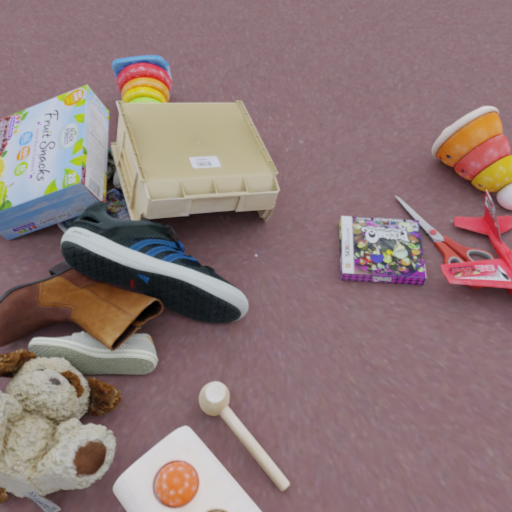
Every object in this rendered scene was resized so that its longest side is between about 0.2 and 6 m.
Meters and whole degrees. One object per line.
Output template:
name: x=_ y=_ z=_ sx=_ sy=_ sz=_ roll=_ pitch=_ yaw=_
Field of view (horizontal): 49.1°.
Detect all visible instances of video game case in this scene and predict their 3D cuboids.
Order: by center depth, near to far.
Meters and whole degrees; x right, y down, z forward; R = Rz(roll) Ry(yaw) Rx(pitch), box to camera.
video game case: x=2.369 y=-0.124 z=10.636 sx=1.550 sy=0.277 sz=1.405 roll=4 pitch=54 yaw=3
video game case: x=-3.005 y=-0.626 z=11.088 sx=1.382 sy=0.159 sz=1.259 roll=-37 pitch=62 yaw=-23

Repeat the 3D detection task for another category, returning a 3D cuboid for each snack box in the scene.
snack box: x=-4.101 y=-1.872 z=11.066 sx=2.244 sy=0.901 sz=2.661 roll=-16 pitch=57 yaw=13

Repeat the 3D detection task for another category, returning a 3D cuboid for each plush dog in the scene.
plush dog: x=-3.165 y=2.376 z=8.211 sx=2.310 sy=1.853 sz=1.984 roll=26 pitch=38 yaw=-10

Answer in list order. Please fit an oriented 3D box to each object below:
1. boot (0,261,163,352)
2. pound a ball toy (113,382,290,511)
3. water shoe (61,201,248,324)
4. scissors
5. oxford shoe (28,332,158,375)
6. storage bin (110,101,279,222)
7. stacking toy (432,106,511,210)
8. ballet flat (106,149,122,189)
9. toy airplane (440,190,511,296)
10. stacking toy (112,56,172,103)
boot: x=-3.019 y=1.103 z=9.169 sx=2.307 sy=0.790 sz=2.172 roll=22 pitch=40 yaw=32
pound a ball toy: x=-0.347 y=3.296 z=7.405 sx=2.134 sy=1.390 sz=3.272 roll=-36 pitch=61 yaw=-23
water shoe: x=-1.587 y=0.017 z=9.628 sx=3.359 sy=1.201 sz=1.326 roll=23 pitch=54 yaw=-4
scissors: x=3.468 y=-0.306 z=10.829 sx=0.919 sy=0.175 sz=2.513 roll=-40 pitch=64 yaw=-23
oxford shoe: x=-2.620 y=1.524 z=9.143 sx=2.071 sy=0.778 sz=0.598 roll=3 pitch=47 yaw=-1
storage bin: x=-1.213 y=-1.753 z=10.874 sx=2.648 sy=1.241 sz=2.629 roll=-6 pitch=54 yaw=-24
stacking toy: x=4.747 y=-1.834 z=11.418 sx=1.527 sy=1.527 sz=2.090 roll=-24 pitch=72 yaw=-17
ballet flat: x=-2.982 y=-1.849 z=11.732 sx=2.271 sy=0.770 sz=0.855 roll=21 pitch=78 yaw=22
toy airplane: x=4.596 y=-0.001 z=10.380 sx=2.893 sy=0.532 sz=2.893 roll=2 pitch=53 yaw=-3
stacking toy: x=-2.489 y=-3.241 z=12.532 sx=1.255 sy=1.327 sz=2.286 roll=-6 pitch=65 yaw=-2
